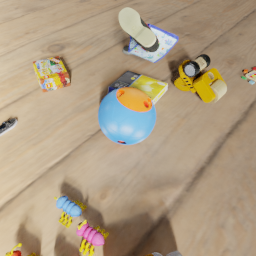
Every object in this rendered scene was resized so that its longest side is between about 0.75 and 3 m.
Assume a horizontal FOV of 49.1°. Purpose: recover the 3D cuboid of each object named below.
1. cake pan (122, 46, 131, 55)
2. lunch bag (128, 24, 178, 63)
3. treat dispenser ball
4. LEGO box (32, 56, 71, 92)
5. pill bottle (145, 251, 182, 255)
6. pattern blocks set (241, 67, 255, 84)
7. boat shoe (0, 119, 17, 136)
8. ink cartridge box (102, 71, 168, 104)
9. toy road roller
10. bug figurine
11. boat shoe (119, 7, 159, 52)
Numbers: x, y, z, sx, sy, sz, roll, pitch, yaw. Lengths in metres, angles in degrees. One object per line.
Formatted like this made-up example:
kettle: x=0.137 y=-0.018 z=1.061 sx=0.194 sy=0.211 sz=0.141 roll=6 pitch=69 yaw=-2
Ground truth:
cake pan: x=0.086 y=-4.381 z=15.690 sx=0.820 sy=0.150 sz=0.820 roll=0 pitch=44 yaw=0
lunch bag: x=0.994 y=-3.494 z=11.230 sx=1.398 sy=1.644 sz=1.048 roll=13 pitch=76 yaw=-26
treat dispenser ball: x=-0.032 y=-0.439 z=10.207 sx=2.116 sy=2.116 sz=2.116 roll=0 pitch=44 yaw=0
LEGO box: x=-3.694 y=-2.612 z=13.469 sx=1.345 sy=0.697 sz=1.806 roll=-18 pitch=47 yaw=-18
pill bottle: x=0.448 y=3.677 z=6.712 sx=1.966 sy=1.092 sz=1.092 roll=-14 pitch=46 yaw=-14
pattern blocks set: x=6.283 y=-2.574 z=13.854 sx=1.400 sy=0.113 sz=1.231 roll=-19 pitch=47 yaw=-19
boat shoe: x=-4.885 y=-0.091 z=11.122 sx=0.382 sy=0.362 sz=1.093 roll=27 pitch=50 yaw=25
ink cartridge box: x=0.312 y=-1.630 z=12.626 sx=2.211 sy=0.526 sz=2.237 roll=24 pitch=47 yaw=22
toy road roller: x=3.153 y=-2.062 z=12.650 sx=1.387 sy=1.648 sz=2.258 roll=-37 pitch=92 yaw=-38
bug figurine: x=-1.835 y=3.098 z=7.585 sx=2.190 sy=0.727 sz=2.824 roll=22 pitch=48 yaw=21
boat shoe: x=0.355 y=-3.471 z=9.953 sx=0.757 sy=0.648 sz=2.069 roll=-40 pitch=66 yaw=9
